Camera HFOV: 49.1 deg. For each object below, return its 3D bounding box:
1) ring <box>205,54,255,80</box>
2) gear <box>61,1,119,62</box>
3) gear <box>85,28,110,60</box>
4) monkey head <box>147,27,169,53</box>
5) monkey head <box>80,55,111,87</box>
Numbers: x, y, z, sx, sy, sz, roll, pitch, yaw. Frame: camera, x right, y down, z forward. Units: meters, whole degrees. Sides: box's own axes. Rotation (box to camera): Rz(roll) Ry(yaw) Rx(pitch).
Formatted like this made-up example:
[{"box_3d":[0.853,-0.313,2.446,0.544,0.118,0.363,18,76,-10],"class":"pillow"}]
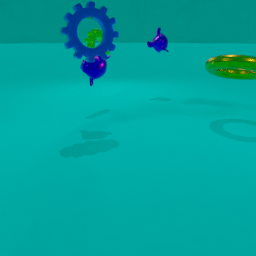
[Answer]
[{"box_3d":[3.419,-1.874,8.765,1.982,0.396,1.982,9,1,0],"class":"ring"},{"box_3d":[-1.022,-2.581,7.608,1.533,1.533,0.284,-9,15,-24],"class":"gear"},{"box_3d":[-1.127,-3.060,10.501,0.229,1.237,1.237,1,16,31],"class":"gear"},{"box_3d":[1.361,-3.880,12.681,0.899,1.250,0.753,-12,-9,-41],"class":"monkey head"},{"box_3d":[-1.036,-1.817,8.400,0.715,1.187,0.854,34,-15,-22],"class":"monkey head"}]
